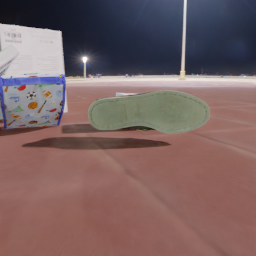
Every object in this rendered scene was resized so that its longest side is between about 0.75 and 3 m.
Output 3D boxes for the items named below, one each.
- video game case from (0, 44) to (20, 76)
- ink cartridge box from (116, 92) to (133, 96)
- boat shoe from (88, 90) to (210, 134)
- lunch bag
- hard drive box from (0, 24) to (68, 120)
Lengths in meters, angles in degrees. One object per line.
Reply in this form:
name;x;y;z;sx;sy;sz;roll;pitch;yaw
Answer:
video game case;-3.647;-0.821;6.261;2.419;0.287;2.202;-48;21;-28
ink cartridge box;0.662;-0.541;7.923;1.886;0.794;1.364;2;9;-13
boat shoe;0.439;-0.367;6.049;2.499;0.891;0.752;1;8;5
lunch bag;-2.372;-0.776;6.936;1.512;1.101;1.778;-7;-19;-22
hard drive box;-3.258;-1.772;9.203;1.076;2.802;2.184;5;11;43
